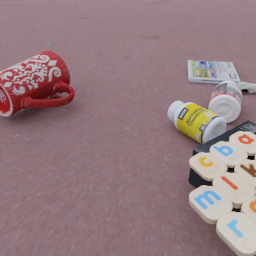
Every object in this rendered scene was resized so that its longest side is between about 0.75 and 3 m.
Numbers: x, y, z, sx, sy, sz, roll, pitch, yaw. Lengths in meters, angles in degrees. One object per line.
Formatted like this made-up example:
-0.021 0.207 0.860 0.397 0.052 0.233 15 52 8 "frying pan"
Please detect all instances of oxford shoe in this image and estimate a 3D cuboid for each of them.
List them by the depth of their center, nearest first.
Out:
4.805 -1.486 10.777 1.254 0.471 0.362 7 74 -4 "oxford shoe"

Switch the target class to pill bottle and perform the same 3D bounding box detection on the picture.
1.943 -0.198 8.173 0.913 0.913 1.630 -21 38 -30 "pill bottle"
3.270 -0.950 9.328 0.961 0.961 1.736 12 33 18 "pill bottle"

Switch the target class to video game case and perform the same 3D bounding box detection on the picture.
3.723 -2.499 12.450 2.059 0.250 2.262 5 33 8 "video game case"

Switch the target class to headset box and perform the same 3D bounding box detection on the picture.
2.728 0.969 6.200 2.223 1.031 1.936 -22 39 -31 "headset box"

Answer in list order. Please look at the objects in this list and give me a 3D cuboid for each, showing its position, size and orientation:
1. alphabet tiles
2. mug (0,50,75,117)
2.522 1.049 4.963 2.747 0.200 2.687 -25 41 -19 "alphabet tiles"
-3.144 -1.457 9.261 2.171 1.632 2.446 9 32 32 "mug"
